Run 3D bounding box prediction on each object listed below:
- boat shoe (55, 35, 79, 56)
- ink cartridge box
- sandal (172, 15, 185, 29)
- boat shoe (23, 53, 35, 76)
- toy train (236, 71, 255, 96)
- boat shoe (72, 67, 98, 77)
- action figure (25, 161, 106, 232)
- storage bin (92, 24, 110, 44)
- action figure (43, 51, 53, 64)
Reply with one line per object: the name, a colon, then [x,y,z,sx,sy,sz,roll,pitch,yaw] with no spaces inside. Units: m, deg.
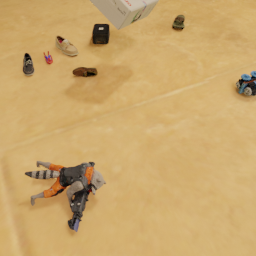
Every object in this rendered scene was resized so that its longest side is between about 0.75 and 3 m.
boat shoe: [-2.697,-3.588,12.123,1.467,0.507,0.541,34,54,29]
ink cartridge box: [-0.110,-4.482,9.731,1.528,0.886,2.110,46,45,0]
sandal: [2.546,-5.359,13.929,0.612,0.440,1.541,7,46,7]
boat shoe: [-4.008,-2.550,11.168,0.462,0.399,1.271,-12,46,-11]
toy train: [4.658,-1.596,10.070,1.528,0.662,0.873,-16,53,-16]
boat shoe: [-1.653,-2.141,10.801,0.965,0.347,0.328,-8,45,-8]
action figure: [-1.487,1.444,6.830,1.874,1.013,1.937,-6,45,6]
storage bin: [-1.230,-4.337,12.880,0.722,0.500,1.068,1,46,1]
action figure: [-3.322,-2.917,11.679,0.294,0.232,0.899,-16,50,-18]
